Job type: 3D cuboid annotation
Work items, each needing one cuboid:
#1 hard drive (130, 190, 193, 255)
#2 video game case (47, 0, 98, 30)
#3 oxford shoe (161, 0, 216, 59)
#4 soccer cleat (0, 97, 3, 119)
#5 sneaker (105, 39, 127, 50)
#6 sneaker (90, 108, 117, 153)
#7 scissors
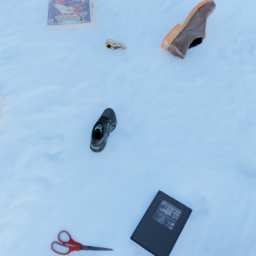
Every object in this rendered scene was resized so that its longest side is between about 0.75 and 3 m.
[{"bbox_3d":[0.763,2.183,6.335,0.909,0.214,1.302,29,63,16],"label":"hard drive"},{"bbox_3d":[-2.031,-4.246,10.250,1.789,0.206,1.630,-5,59,-3],"label":"video game case"},{"bbox_3d":[2.236,-3.273,9.353,0.979,0.957,2.685,40,73,7],"label":"oxford shoe"},{"bbox_3d":[-4.566,-0.303,7.527,2.366,0.812,1.008,-20,56,-17],"label":"soccer cleat"},{"bbox_3d":[-0.402,-2.701,9.290,0.776,0.302,0.319,15,64,20],"label":"sneaker"},{"bbox_3d":[-0.641,-0.026,7.492,0.526,0.553,1.396,11,58,8],"label":"sneaker"},{"bbox_3d":[-1.018,2.664,6.136,1.361,0.095,0.498,17,58,9],"label":"scissors"}]
